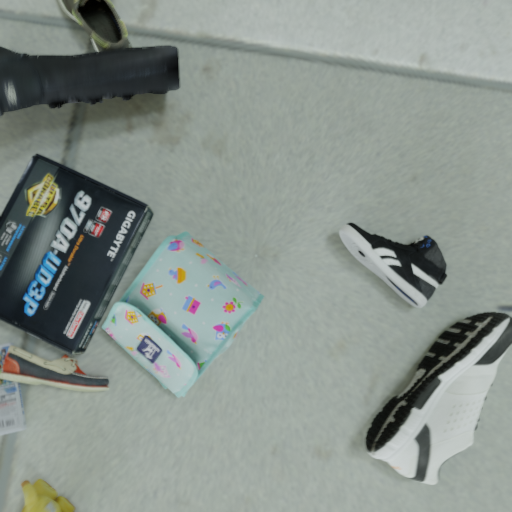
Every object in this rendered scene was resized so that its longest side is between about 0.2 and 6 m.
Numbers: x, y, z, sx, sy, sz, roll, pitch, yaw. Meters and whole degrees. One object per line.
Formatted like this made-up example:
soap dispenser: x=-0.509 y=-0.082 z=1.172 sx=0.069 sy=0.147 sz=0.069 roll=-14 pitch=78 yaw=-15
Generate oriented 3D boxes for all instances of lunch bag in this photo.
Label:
lunch bag: x=-1.266 y=0.999 z=9.212 sx=1.883 sy=1.348 sz=2.211 roll=41 pitch=98 yaw=1

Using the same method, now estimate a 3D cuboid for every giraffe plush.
giraffe plush: x=-3.427 y=4.333 z=8.473 sx=1.388 sy=1.609 sz=1.305 roll=36 pitch=70 yaw=16

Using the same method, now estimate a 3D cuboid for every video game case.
video game case: x=-4.862 y=2.394 z=9.580 sx=1.639 sy=0.180 sz=1.494 roll=-12 pitch=82 yaw=-1

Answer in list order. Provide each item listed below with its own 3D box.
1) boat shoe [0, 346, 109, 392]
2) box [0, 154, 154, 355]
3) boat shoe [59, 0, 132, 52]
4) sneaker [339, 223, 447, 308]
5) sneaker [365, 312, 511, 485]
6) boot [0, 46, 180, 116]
boat shoe: x=-3.345 y=1.932 z=9.429 sx=1.811 sy=0.645 sz=0.567 roll=10 pitch=69 yaw=-2
box: x=-3.400 y=-0.034 z=9.671 sx=2.237 sy=0.647 sz=2.815 roll=25 pitch=83 yaw=3
boat shoe: x=-2.985 y=-4.492 z=10.241 sx=0.777 sy=0.650 sz=2.173 roll=-32 pitch=84 yaw=-17
sneaker: x=2.444 y=-0.119 z=9.720 sx=1.950 sy=0.712 sz=1.091 roll=43 pitch=81 yaw=-3
sneaker: x=3.231 y=2.302 z=9.225 sx=1.278 sy=1.178 sz=3.194 roll=41 pitch=90 yaw=-4
boot: x=-3.119 y=-3.260 z=9.756 sx=3.176 sy=1.042 sz=2.617 roll=-16 pitch=37 yaw=-16
